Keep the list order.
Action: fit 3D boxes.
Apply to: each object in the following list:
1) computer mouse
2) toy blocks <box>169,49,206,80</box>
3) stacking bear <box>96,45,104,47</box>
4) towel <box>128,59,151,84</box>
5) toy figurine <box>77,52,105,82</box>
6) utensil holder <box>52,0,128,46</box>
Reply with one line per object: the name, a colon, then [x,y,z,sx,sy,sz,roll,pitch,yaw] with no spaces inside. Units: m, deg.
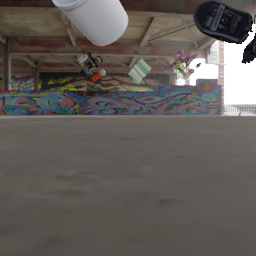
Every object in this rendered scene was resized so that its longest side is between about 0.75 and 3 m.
computer mouse: [2.935,-2.933,8.242,2.207,1.528,0.582,26,4,4]
toy blocks: [2.526,-2.818,11.906,1.050,1.165,1.247,-44,-5,22]
stacking bear: [-1.206,-4.279,12.166,0.898,1.478,0.840,7,16,35]
towel: [0.435,-2.092,10.366,0.794,0.605,0.093,-48,-18,28]
toy figurine: [-1.537,-2.628,11.867,1.072,1.089,0.757,32,60,34]
utensil holder: [-0.973,-3.327,7.710,1.458,1.458,1.715,2,-20,28]
